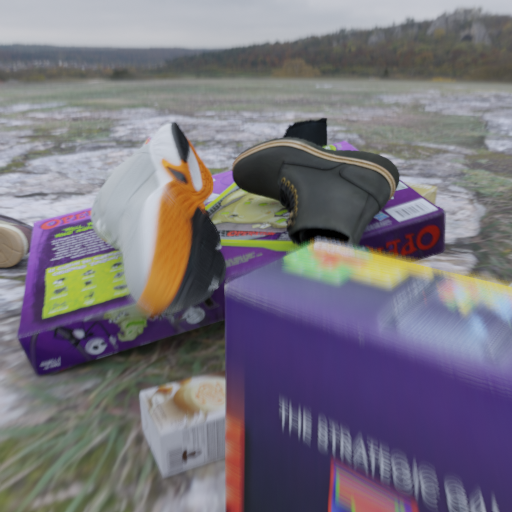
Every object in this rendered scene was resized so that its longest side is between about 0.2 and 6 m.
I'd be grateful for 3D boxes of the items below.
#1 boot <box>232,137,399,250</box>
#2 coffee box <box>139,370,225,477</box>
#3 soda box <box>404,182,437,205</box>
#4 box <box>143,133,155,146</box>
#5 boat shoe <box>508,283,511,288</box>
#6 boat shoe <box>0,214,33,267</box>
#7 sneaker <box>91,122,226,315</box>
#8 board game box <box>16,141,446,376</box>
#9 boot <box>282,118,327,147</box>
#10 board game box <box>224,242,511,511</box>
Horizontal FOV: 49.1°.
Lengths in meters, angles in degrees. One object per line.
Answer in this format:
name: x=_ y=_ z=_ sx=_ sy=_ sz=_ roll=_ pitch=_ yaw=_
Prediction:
boot: x=0.391 y=-0.648 z=6.333 sx=2.080 sy=0.806 sz=1.439 roll=5 pitch=42 yaw=31
coffee box: x=-0.368 y=1.387 z=4.896 sx=1.143 sy=0.456 sz=0.654 roll=-10 pitch=24 yaw=-24
soda box: x=1.912 y=-0.428 z=8.835 sx=0.891 sy=0.943 sz=2.785 roll=15 pitch=27 yaw=34
box: x=-2.328 y=-1.990 z=12.409 sx=0.359 sy=1.358 sz=1.742 roll=35 pitch=0 yaw=-33
boat shoe: x=3.679 y=0.788 z=6.115 sx=0.829 sy=0.812 sz=2.327 roll=-15 pitch=20 yaw=-21
boat shoe: x=-4.522 y=-0.334 z=8.851 sx=2.391 sy=0.860 sz=0.775 roll=7 pitch=14 yaw=16
sneaker: x=-1.197 y=-0.283 z=6.117 sx=1.375 sy=1.132 sz=2.989 roll=-28 pitch=32 yaw=13
board game box: x=-0.457 y=-0.259 z=7.200 sx=4.777 sy=0.771 sz=2.867 roll=-16 pitch=35 yaw=-9
boot: x=1.181 y=-1.761 z=10.530 sx=0.755 sy=1.673 sz=2.041 roll=4 pitch=-6 yaw=-29
board game box: x=1.173 y=1.432 z=2.157 sx=2.884 sy=2.384 sz=0.818 roll=15 pitch=25 yaw=35
